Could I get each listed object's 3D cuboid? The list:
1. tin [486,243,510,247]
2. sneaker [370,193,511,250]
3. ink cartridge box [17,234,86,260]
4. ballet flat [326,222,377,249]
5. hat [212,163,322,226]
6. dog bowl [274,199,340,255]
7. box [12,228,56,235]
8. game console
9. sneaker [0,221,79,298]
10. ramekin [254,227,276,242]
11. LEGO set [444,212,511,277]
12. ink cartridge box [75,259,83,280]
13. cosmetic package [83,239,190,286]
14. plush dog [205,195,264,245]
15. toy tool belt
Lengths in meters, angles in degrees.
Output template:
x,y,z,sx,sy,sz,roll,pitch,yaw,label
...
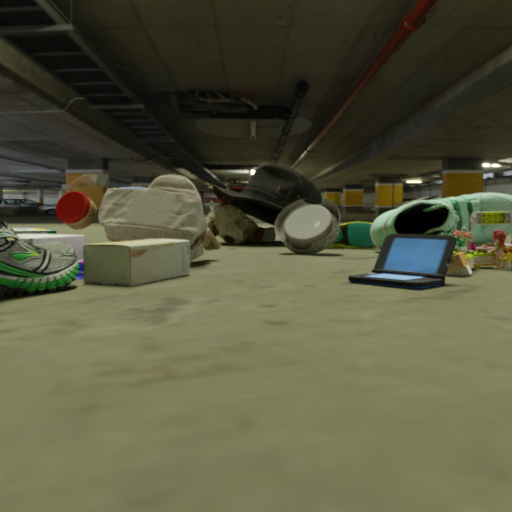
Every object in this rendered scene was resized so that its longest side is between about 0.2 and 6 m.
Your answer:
x,y,z,sx,sy,sz,roll,pitch,yaw,label
5.111,-0.110,11.006,0.780,0.292,1.393,-5,6,-14,tin
4.150,-0.650,11.465,3.301,1.215,1.947,-10,-1,1,sneaker
-3.217,-0.039,8.068,1.280,0.543,0.932,4,7,34,ink cartridge box
2.141,-0.453,13.431,1.952,0.652,0.654,-1,-9,9,ballet flat
0.719,-1.703,15.893,3.803,1.534,3.803,23,-1,1,hat
1.100,-0.600,11.641,1.389,1.389,0.407,2,-38,26,dog bowl
-5.598,-0.395,13.113,1.272,0.524,2.168,-3,4,-37,box
1.725,0.043,6.670,0.856,0.593,1.002,-3,4,-42,game console
-2.527,-0.009,5.726,0.767,0.837,1.965,1,4,19,sneaker
0.193,-0.667,17.171,0.893,0.435,0.893,0,5,0,ramekin
3.345,-0.219,8.226,2.342,0.872,1.077,-2,5,-28,LEGO set
-2.249,0.159,7.738,0.598,0.234,1.264,2,7,23,ink cartridge box
-1.479,0.057,7.133,0.721,0.487,1.371,2,5,22,cosmetic package
-0.570,-0.852,15.720,1.718,1.379,1.476,6,-18,47,plush dog
-1.977,-0.467,9.692,2.533,1.581,1.556,2,-23,12,toy tool belt
